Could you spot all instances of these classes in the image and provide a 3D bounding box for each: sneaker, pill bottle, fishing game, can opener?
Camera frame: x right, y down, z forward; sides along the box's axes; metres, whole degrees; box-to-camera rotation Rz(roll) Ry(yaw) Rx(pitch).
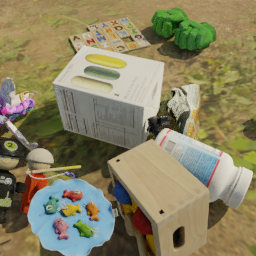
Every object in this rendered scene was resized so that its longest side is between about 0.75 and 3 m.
[{"bbox_3d":[1.657,-0.399,8.635,1.031,0.890,2.352,-2,45,20],"label":"sneaker"},{"bbox_3d":[1.729,1.018,6.997,2.367,1.287,1.287,25,54,19],"label":"pill bottle"},{"bbox_3d":[-0.887,1.433,4.774,1.526,0.331,2.131,1,42,-31],"label":"fishing game"},{"bbox_3d":[0.830,0.049,7.711,0.640,1.627,0.516,0,77,6],"label":"can opener"}]

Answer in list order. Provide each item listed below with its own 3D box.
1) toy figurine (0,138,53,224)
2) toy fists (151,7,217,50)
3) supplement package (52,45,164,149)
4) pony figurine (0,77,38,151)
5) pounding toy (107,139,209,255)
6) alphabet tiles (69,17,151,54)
[{"bbox_3d":[-3.002,1.017,6.155,2.244,2.279,1.585,7,82,13],"label":"toy figurine"},{"bbox_3d":[2.203,-4.138,11.585,1.462,0.986,2.867,-33,58,-24],"label":"toy fists"},{"bbox_3d":[-0.476,-0.885,8.200,2.529,1.905,1.919,16,51,13],"label":"supplement package"},{"bbox_3d":[-3.716,-0.389,7.824,2.605,2.169,2.515,-17,29,-25],"label":"pony figurine"},{"bbox_3d":[0.525,1.959,5.874,1.651,2.323,2.138,-25,40,-19],"label":"pounding toy"},{"bbox_3d":[-0.886,-3.811,11.868,2.950,0.111,2.466,-18,52,-15],"label":"alphabet tiles"}]
